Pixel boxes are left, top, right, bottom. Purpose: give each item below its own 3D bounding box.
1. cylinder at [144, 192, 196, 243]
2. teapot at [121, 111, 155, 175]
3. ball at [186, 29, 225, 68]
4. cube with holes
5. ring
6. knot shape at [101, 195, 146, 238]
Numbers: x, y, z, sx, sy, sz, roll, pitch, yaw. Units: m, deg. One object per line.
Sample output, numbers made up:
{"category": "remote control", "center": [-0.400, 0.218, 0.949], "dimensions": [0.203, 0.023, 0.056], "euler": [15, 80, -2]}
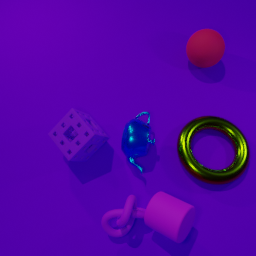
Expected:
{"category": "cylinder", "center": [0.961, 2.023, 6.409], "dimensions": [0.868, 0.868, 0.868], "euler": [19, 65, 35]}
{"category": "teapot", "center": [0.295, 0.363, 7.454], "dimensions": [0.849, 1.078, 1.733], "euler": [9, 74, 10]}
{"category": "ball", "center": [2.397, -2.463, 8.689], "dimensions": [1.162, 1.162, 1.162], "euler": [0, 66, 0]}
{"category": "cube with holes", "center": [-1.282, 0.217, 7.414], "dimensions": [0.948, 0.948, 0.948], "euler": [-45, 71, 8]}
{"category": "ring", "center": [2.339, 0.565, 7.699], "dimensions": [2.008, 0.402, 2.008], "euler": [1, 65, -2]}
{"category": "knot shape", "center": [-0.023, 2.043, 6.597], "dimensions": [1.194, 1.117, 0.552], "euler": [-21, 56, -22]}
